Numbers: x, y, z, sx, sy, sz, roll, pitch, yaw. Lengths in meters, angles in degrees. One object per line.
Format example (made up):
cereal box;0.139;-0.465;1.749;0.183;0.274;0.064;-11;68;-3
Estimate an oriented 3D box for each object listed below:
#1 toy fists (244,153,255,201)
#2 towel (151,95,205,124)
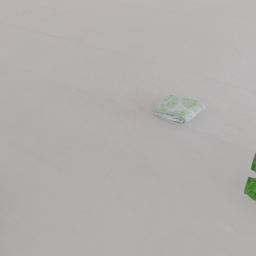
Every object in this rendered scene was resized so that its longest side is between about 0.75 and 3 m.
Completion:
toy fists;2.830;1.043;5.886;0.533;1.046;0.360;17;5;31
towel;1.498;-0.607;8.510;1.301;0.313;1.113;22;45;39
